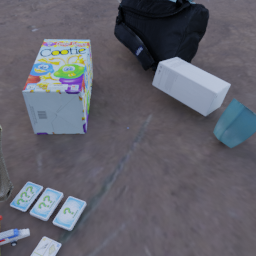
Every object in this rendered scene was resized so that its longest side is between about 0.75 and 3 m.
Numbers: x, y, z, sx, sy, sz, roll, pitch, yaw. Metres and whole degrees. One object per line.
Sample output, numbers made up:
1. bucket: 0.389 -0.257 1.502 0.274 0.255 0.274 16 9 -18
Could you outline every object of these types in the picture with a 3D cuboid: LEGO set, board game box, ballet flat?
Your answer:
1. LEGO set: -1.813 1.779 4.842 1.424 0.468 1.906 15 47 19
2. board game box: -1.689 -1.182 7.423 1.312 1.336 2.547 -1 43 -2
3. ballet flat: -2.461 0.555 5.340 0.399 1.722 0.580 -8 3 -32

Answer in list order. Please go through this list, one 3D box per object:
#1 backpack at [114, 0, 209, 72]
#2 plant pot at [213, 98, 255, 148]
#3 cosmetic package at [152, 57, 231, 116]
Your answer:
1. backpack: 0.934 -3.194 9.080 2.936 2.450 1.858 38 24 34
2. plant pot: 2.469 -0.058 6.430 0.656 0.928 0.655 31 20 -13
3. cosmetic package: 1.648 -1.147 7.401 1.744 0.740 0.938 37 40 26
